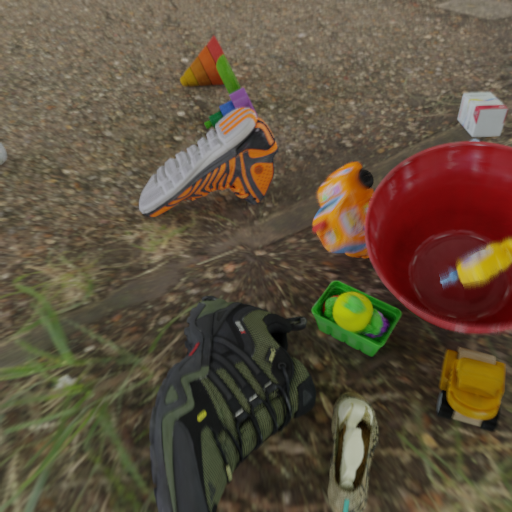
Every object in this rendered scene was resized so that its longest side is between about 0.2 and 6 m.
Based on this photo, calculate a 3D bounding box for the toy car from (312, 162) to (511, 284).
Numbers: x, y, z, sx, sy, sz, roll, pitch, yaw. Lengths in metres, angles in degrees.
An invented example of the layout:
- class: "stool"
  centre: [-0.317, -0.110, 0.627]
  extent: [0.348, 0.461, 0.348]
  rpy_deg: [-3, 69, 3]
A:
- class: "toy car"
  centre: [2.024, -0.533, 8.364]
  extent: [1.147, 1.690, 3.446]
  rpy_deg: [-24, 16, -27]

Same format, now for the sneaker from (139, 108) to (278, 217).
- class: "sneaker"
  centre: [-0.766, -1.361, 10.699]
  extent: [2.864, 1.604, 1.111]
  rpy_deg: [-34, 39, 13]

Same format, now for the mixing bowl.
- class: "mixing bowl"
  centre: [3.098, -0.024, 8.285]
  extent: [2.952, 1.599, 2.952]
  rpy_deg: [-5, 62, 9]

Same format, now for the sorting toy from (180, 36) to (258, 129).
- class: "sorting toy"
  centre: [-1.125, -4.235, 14.293]
  extent: [1.441, 1.451, 4.185]
  rpy_deg: [-26, 39, 5]

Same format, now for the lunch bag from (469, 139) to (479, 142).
- class: "lunch bag"
  centre: [4.011, -1.271, 10.466]
  extent: [1.573, 1.180, 1.856]
  rpy_deg: [-17, 44, -14]

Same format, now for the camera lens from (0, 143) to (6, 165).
- class: "camera lens"
  centre: [-5.842, -2.089, 11.842]
  extent: [0.685, 0.685, 0.856]
  rpy_deg: [20, 44, 23]

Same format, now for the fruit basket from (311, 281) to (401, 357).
- class: "fruit basket"
  centre: [1.403, 0.791, 7.949]
  extent: [1.216, 1.216, 0.877]
  rpy_deg: [23, 51, 25]

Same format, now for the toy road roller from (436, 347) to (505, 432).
- class: "toy road roller"
  centre: [2.836, 1.574, 7.237]
  extent: [0.753, 0.894, 1.225]
  rpy_deg: [13, 41, 16]

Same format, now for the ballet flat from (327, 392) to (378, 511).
- class: "ballet flat"
  centre: [1.172, 2.191, 6.687]
  extent: [0.582, 0.646, 1.716]
  rpy_deg: [7, 40, 10]

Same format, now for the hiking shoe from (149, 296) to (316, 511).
- class: "hiking shoe"
  centre: [-0.165, 1.742, 6.701]
  extent: [1.742, 1.310, 3.460]
  rpy_deg: [1, 39, 7]

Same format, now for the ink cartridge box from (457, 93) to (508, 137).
- class: "ink cartridge box"
  centre: [5.386, -3.384, 13.384]
  extent: [0.712, 0.715, 0.984]
  rpy_deg: [-4, 40, -5]
